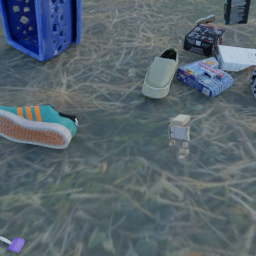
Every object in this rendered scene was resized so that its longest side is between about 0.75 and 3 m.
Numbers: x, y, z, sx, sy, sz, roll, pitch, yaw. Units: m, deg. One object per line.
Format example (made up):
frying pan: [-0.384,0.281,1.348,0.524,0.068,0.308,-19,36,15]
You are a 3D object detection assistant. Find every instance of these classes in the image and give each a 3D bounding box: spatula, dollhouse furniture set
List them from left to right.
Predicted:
spatula: [-2.688,2.395,6.023,1.020,0.105,0.288,14,44,15]
dollhouse furniture set: [0.985,0.171,5.653,0.432,0.834,0.369,11,27,34]

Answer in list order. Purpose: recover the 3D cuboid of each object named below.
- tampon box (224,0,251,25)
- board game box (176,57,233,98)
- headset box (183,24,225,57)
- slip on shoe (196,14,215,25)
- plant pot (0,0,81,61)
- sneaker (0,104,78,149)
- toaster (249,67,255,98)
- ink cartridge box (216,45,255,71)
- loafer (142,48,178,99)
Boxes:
tampon box: [3.696,-4.263,9.483,0.740,1.172,0.878,1,53,13]
board game box: [2.936,-1.961,10.224,1.644,0.507,1.645,-32,52,-28]
headset box: [3.327,-3.855,12.074,1.257,0.652,1.689,24,48,22]
slip on shoe: [2.870,-3.950,10.378,0.756,0.229,0.287,-10,-3,35]
plant pot: [-3.461,-4.677,11.562,2.724,2.723,2.449,30,44,28]
sneaker: [-2.769,-0.193,8.171,2.714,0.969,1.085,14,40,8]
toaster: [4.943,-1.532,9.613,1.257,0.746,1.137,4,45,4]
ink cartridge box: [4.453,-2.744,11.173,1.667,0.476,1.355,9,44,-3]
loafer: [1.175,-2.041,10.017,1.002,0.904,2.647,13,46,13]
